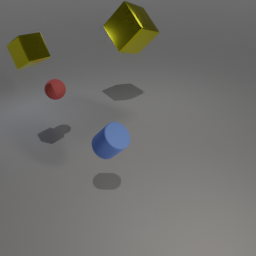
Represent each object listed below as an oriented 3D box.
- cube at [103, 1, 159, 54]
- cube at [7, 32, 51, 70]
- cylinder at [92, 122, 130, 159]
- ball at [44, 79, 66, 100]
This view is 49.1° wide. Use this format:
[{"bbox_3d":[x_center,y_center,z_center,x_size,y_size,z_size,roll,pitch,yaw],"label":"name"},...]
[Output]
[{"bbox_3d":[0.139,-4.054,11.511,1.400,1.400,1.400,-15,71,-54],"label":"cube"},{"bbox_3d":[-2.651,-2.053,7.482,0.700,0.700,0.700,-12,14,42],"label":"cube"},{"bbox_3d":[-0.417,0.312,6.742,0.700,0.700,0.700,18,55,-28],"label":"cylinder"},{"bbox_3d":[-2.453,-1.303,9.445,0.700,0.700,0.700,0,31,0],"label":"ball"}]
